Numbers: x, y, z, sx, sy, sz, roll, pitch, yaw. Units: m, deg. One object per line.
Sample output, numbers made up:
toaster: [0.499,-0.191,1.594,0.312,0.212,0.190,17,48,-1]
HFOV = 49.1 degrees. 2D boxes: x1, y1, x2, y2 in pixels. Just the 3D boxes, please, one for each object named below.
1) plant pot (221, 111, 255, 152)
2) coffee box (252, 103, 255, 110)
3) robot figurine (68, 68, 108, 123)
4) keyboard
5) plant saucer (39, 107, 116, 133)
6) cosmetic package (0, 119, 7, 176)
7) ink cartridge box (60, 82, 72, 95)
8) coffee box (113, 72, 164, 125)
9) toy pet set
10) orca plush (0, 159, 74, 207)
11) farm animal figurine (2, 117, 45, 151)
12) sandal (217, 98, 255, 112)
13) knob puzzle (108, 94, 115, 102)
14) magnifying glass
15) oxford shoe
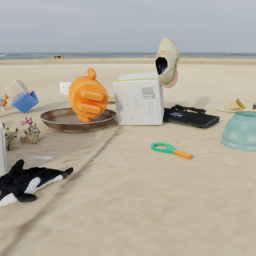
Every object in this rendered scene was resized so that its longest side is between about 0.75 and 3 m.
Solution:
plant pot: [3.174,0.019,7.453,1.272,0.852,1.272,1,15,0]
coffee box: [5.425,-0.852,11.505,0.437,0.309,0.773,11,19,34]
robot figurine: [-1.285,-0.990,8.784,1.172,1.446,2.010,-27,23,-5]
keyboard: [1.945,-0.469,10.207,2.803,0.289,1.781,15,29,41]
plant saucer: [-1.641,-0.294,9.366,2.515,0.403,2.515,1,16,0]
cosmetic package: [-3.220,0.259,5.258,1.543,1.284,1.292,-9,37,-29]
ink cartridge box: [-3.100,-2.225,15.806,1.054,0.611,1.809,-9,18,-28]
coffee box: [0.436,-1.029,9.599,1.475,1.472,1.458,-2,21,12]
toy pet set: [-4.678,-0.908,11.145,2.045,1.163,2.190,-35,13,4]
orca plush: [-1.771,0.853,4.961,1.676,0.596,0.882,-10,19,-31]
farm animal figurine: [-2.914,0.194,7.521,0.933,0.581,1.155,33,29,30]
sandal: [4.452,-0.903,11.185,0.649,0.582,1.769,-15,22,-43]
knob puzzle: [-0.924,-1.378,13.457,1.867,0.259,1.867,0,16,0]
magnifying glass: [1.062,0.548,6.912,0.489,0.138,1.229,-12,21,-38]
oxford shoe: [1.164,-2.159,8.583,0.664,1.876,0.693,-20,-35,29]
